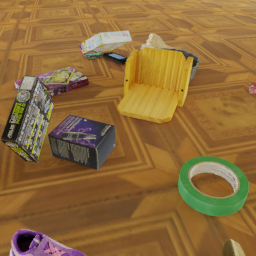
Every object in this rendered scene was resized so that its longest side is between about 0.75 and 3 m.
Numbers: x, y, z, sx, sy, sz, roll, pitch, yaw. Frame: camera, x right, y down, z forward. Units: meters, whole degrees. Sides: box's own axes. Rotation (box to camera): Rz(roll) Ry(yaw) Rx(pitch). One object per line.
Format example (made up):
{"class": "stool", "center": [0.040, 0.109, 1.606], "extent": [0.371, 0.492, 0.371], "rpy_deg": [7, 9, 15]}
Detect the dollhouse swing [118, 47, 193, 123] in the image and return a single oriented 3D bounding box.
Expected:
{"class": "dollhouse swing", "center": [0.910, -1.689, 10.503], "extent": [2.424, 2.202, 2.131], "rpy_deg": [14, 27, 17]}

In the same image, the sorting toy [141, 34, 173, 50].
{"class": "sorting toy", "center": [1.666, -3.951, 14.412], "extent": [1.703, 1.011, 1.892], "rpy_deg": [16, 37, 8]}

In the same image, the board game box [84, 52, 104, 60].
{"class": "board game box", "center": [-1.753, -3.881, 14.886], "extent": [1.035, 0.146, 0.700], "rpy_deg": [-19, 40, -24]}

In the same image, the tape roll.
{"class": "tape roll", "center": [2.221, 1.471, 7.373], "extent": [1.752, 0.421, 1.752], "rpy_deg": [0, 36, 0]}

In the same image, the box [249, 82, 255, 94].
{"class": "box", "center": [5.470, -1.621, 11.612], "extent": [0.762, 0.380, 0.364], "rpy_deg": [11, 38, 14]}

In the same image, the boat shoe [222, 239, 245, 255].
{"class": "boat shoe", "center": [2.227, 2.944, 5.297], "extent": [0.561, 0.625, 1.689], "rpy_deg": [12, 37, -6]}

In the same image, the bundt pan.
{"class": "bundt pan", "center": [1.848, -2.655, 12.521], "extent": [2.608, 0.979, 2.608], "rpy_deg": [0, 35, 0]}

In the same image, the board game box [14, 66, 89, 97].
{"class": "board game box", "center": [-3.254, -1.928, 12.055], "extent": [2.714, 0.438, 1.629], "rpy_deg": [-23, 46, -28]}

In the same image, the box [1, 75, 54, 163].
{"class": "box", "center": [-2.563, -0.203, 7.406], "extent": [0.411, 1.488, 1.858], "rpy_deg": [6, 65, 6]}

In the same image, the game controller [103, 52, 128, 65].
{"class": "game controller", "center": [-0.579, -3.627, 14.397], "extent": [1.516, 0.319, 0.791], "rpy_deg": [29, 46, 33]}

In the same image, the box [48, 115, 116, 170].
{"class": "box", "center": [-1.351, 0.389, 8.468], "extent": [1.650, 0.861, 1.221], "rpy_deg": [13, 38, 18]}

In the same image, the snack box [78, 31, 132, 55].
{"class": "snack box", "center": [-0.776, -2.981, 9.783], "extent": [1.118, 0.416, 1.572], "rpy_deg": [-13, 9, 42]}

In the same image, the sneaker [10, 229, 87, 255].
{"class": "sneaker", "center": [-1.617, 2.524, 5.621], "extent": [1.826, 0.807, 0.734], "rpy_deg": [12, 37, 14]}
